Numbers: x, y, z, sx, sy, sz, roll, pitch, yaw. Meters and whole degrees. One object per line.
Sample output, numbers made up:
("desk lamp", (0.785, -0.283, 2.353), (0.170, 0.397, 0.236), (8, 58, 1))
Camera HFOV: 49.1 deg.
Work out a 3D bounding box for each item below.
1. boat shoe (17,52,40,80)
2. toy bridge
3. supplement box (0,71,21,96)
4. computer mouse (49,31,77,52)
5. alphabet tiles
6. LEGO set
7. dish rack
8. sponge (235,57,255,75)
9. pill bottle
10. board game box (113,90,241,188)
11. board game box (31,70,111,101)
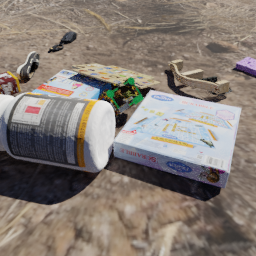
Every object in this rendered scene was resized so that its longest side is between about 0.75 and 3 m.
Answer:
("boat shoe", (-3.650, -2.382, 10.658), (0.489, 0.598, 1.620), (6, 41, 8))
("toy bridge", (2.236, -1.827, 9.928), (0.936, 0.379, 2.784), (-18, 35, -22))
("supplement box", (-4.213, -1.470, 9.525), (0.770, 0.511, 0.759), (-28, 46, -32))
("computer mouse", (-3.029, -4.083, 13.070), (0.633, 0.368, 2.161), (12, 39, 13))
("alphabet tiles", (-0.427, -1.862, 9.807), (2.840, 0.090, 2.363), (22, 25, 25))
("LEGO set", (-0.201, -0.843, 8.090), (1.225, 0.942, 0.710), (-44, 10, -26))
("dish rack", (2.952, -1.389, 9.614), (0.890, 0.316, 1.160), (-14, 41, -15))
("sponge", (5.091, -2.289, 10.822), (0.888, 0.238, 1.593), (-28, 45, -31))
("pill bottle", (-1.871, 0.031, 6.632), (2.880, 1.676, 1.676), (8, 38, 11))
("board game box", (1.402, 0.081, 7.368), (2.718, 0.559, 2.711), (15, 40, 19))
("board game box", (-1.797, -1.119, 9.047), (1.911, 0.534, 1.872), (15, 40, 19))
